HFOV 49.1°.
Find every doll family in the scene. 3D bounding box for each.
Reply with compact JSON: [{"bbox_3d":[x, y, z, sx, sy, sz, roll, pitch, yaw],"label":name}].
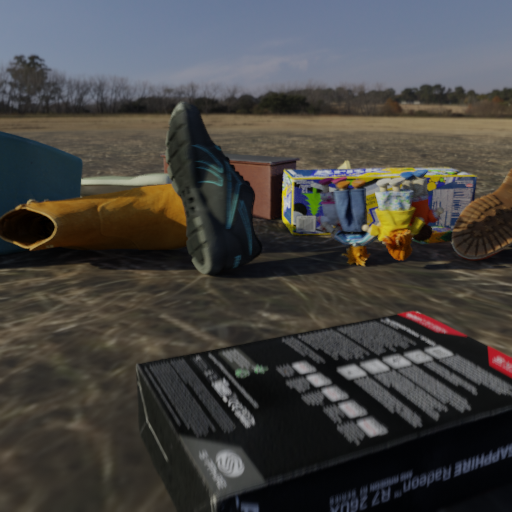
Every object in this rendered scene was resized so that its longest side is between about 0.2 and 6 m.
[{"bbox_3d":[1.597,-0.471,7.895,1.929,1.197,0.869,0,22,31],"label":"doll family"}]

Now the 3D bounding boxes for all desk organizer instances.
[{"bbox_3d":[-0.610,-1.579,12.104,2.980,1.147,1.069,11,19,34],"label":"desk organizer"}]

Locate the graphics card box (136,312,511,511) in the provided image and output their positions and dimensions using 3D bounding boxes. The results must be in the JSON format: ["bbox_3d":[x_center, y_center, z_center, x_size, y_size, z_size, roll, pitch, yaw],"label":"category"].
[{"bbox_3d":[0.579,1.036,3.694,2.447,0.622,1.535,-6,17,-25],"label":"graphics card box"}]

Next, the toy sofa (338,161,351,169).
[{"bbox_3d":[1.164,-1.546,12.923,2.086,1.018,0.864,0,40,0],"label":"toy sofa"}]

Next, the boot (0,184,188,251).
[{"bbox_3d":[-2.073,-0.470,8.116,2.888,1.016,2.068,-5,4,25],"label":"boot"}]

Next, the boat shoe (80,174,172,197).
[{"bbox_3d":[-2.739,-1.236,11.507,2.657,0.800,0.947,1,12,22],"label":"boat shoe"}]

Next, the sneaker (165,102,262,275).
[{"bbox_3d":[-0.619,-0.963,7.864,0.976,2.463,0.929,-11,-7,-25],"label":"sneaker"}]

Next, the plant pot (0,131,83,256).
[{"bbox_3d":[-4.439,-1.093,8.897,2.953,2.086,2.087,0,13,-37],"label":"plant pot"}]

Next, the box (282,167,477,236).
[{"bbox_3d":[2.185,-1.029,10.304,3.304,1.062,1.157,-1,16,-6],"label":"box"}]

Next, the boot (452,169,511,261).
[{"bbox_3d":[3.823,-0.453,8.830,2.301,1.234,0.863,-36,60,-24],"label":"boot"}]

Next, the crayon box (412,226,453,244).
[{"bbox_3d":[3.003,-0.359,9.545,0.705,0.182,0.443,-7,17,-20],"label":"crayon box"}]
